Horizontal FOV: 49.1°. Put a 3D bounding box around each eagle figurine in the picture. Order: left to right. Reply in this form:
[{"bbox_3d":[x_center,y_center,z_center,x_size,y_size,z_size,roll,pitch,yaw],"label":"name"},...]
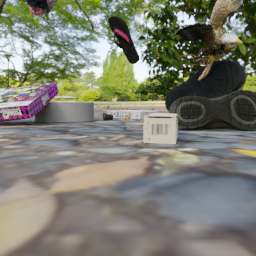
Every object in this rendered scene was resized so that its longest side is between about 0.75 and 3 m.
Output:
[{"bbox_3d":[1.885,-2.184,6.184,1.420,1.428,1.882,-2,-27,26],"label":"eagle figurine"}]

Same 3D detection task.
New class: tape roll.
[{"bbox_3d":[-2.492,-0.644,11.053,2.304,0.761,2.304,0,5,0],"label":"tape roll"}]

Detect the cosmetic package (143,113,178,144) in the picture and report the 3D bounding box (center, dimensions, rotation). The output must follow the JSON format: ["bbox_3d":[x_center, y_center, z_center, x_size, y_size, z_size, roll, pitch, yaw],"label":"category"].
[{"bbox_3d":[0.594,-0.015,4.862,0.537,0.453,1.039,1,4,10],"label":"cosmetic package"}]

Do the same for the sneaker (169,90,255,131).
[{"bbox_3d":[2.359,-0.410,7.193,2.616,0.993,1.187,3,-3,6],"label":"sneaker"}]

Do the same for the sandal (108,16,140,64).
[{"bbox_3d":[-0.191,-3.240,10.369,0.433,1.922,0.722,-36,12,-39],"label":"sandal"}]

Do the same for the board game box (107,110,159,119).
[{"bbox_3d":[0.217,-0.679,13.942,2.171,0.371,1.459,4,6,41],"label":"board game box"}]

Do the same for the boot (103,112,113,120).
[{"bbox_3d":[-0.833,-0.501,11.873,0.461,0.355,0.951,-3,3,-5],"label":"boot"}]

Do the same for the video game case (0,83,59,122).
[{"bbox_3d":[-4.013,-0.890,9.564,2.547,0.503,2.811,-4,22,7],"label":"video game case"}]

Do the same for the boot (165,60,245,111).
[{"bbox_3d":[2.828,-0.987,8.622,2.370,1.070,2.893,6,-19,-34],"label":"boot"}]

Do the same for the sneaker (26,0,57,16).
[{"bbox_3d":[-2.142,-3.245,6.721,0.921,1.077,2.625,14,18,-5],"label":"sneaker"}]
